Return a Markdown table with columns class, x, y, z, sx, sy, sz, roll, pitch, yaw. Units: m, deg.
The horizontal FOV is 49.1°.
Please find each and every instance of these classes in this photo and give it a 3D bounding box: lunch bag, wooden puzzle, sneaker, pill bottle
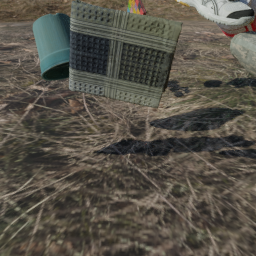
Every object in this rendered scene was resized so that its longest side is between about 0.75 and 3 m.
| class | x | y | z | sx | sy | sz | roll | pitch | yaw |
| --- | --- | --- | --- | --- | --- | --- | --- | --- | --- |
| lunch bag | 3.467 | -1.837 | 7.185 | 1.548 | 0.910 | 1.270 | 15 | 24 | -49 |
| wooden puzzle | 0.309 | -4.485 | 10.766 | 0.148 | 1.247 | 2.103 | -16 | 73 | -14 |
| sneaker | 2.226 | -3.545 | 7.286 | 0.961 | 1.114 | 2.542 | -25 | 54 | -38 |
| pill bottle | 3.392 | -3.632 | 8.708 | 1.361 | 1.361 | 2.425 | 14 | 10 | 27 |

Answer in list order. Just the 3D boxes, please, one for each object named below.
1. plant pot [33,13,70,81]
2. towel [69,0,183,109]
| class | x | y | z | sx | sy | sz | roll | pitch | yaw |
| --- | --- | --- | --- | --- | --- | --- | --- | --- | --- |
| plant pot | -1.832 | -2.175 | 7.497 | 1.419 | 1.390 | 1.419 | -19 | -1 | 0 |
| towel | -0.123 | -1.275 | 5.195 | 1.943 | 1.871 | 0.336 | 13 | 43 | 1 |
